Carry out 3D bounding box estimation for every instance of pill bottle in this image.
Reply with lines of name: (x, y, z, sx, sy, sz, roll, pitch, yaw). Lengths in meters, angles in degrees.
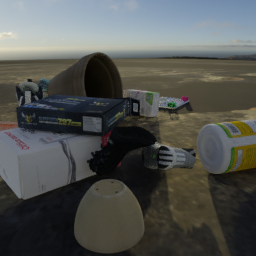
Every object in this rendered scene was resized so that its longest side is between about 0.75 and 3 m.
pill bottle: (3.011, 0.414, 7.120, 2.209, 1.227, 1.227, -6, 18, -18)

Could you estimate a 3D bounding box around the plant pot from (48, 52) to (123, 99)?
plant pot: (-1.853, -1.521, 11.403, 2.350, 2.708, 2.708, -3, 14, 31)

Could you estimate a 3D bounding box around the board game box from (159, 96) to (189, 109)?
board game box: (1.836, -1.459, 14.601, 2.145, 0.277, 2.144, 10, 20, 30)

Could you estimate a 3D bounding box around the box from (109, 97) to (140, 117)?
box: (-0.279, -0.748, 10.401, 1.238, 0.646, 0.916, 0, -1, 23)

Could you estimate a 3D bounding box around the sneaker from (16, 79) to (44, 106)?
sneaker: (-3.763, -1.157, 11.233, 1.065, 1.736, 2.667, 0, 17, -2)

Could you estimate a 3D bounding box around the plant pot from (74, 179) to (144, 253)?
plant pot: (-0.324, 1.373, 4.791, 1.226, 0.823, 1.226, 0, 18, 0)

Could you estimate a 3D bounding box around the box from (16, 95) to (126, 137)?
box: (-1.348, -0.392, 7.179, 2.257, 0.576, 1.780, 6, 17, 15)

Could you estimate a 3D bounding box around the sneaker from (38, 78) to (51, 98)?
sneaker: (-3.322, -1.592, 12.815, 0.996, 1.108, 2.566, 15, 0, 8)

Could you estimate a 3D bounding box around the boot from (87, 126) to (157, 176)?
boot: (-0.140, 0.543, 6.415, 1.456, 1.193, 0.539, 5, 38, -48)

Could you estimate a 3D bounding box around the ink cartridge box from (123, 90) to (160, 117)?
ink cartridge box: (0.451, -1.118, 12.205, 1.770, 1.037, 0.596, 13, 16, 34)

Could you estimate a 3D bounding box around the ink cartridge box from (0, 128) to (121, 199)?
ink cartridge box: (-1.726, 0.558, 6.939, 2.553, 1.057, 1.871, -14, 22, -37)

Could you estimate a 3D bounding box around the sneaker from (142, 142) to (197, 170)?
sneaker: (1.068, 0.731, 6.947, 1.090, 0.708, 1.888, 6, 2, -15)

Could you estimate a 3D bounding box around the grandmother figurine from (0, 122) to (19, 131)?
grandmother figurine: (-3.669, -0.022, 9.568, 2.131, 0.645, 1.292, -8, 28, -15)
